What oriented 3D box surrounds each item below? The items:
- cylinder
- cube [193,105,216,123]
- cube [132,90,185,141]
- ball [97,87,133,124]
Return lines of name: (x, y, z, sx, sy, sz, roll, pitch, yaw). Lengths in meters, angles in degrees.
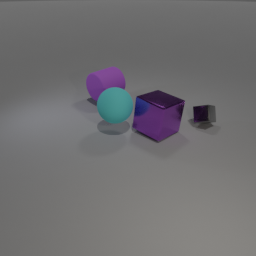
cylinder: (-1.079, -2.150, 13.654, 1.400, 1.400, 1.400, 25, 39, 38)
cube: (3.208, -0.570, 11.730, 0.700, 0.700, 0.700, -5, -4, 40)
cube: (1.201, -0.540, 11.133, 1.400, 1.400, 1.400, 28, 35, 35)
ball: (-0.500, -0.870, 10.864, 1.400, 1.400, 1.400, 0, 28, 0)
